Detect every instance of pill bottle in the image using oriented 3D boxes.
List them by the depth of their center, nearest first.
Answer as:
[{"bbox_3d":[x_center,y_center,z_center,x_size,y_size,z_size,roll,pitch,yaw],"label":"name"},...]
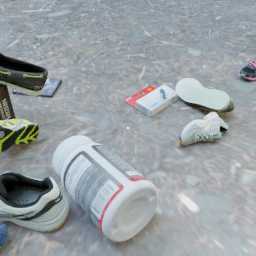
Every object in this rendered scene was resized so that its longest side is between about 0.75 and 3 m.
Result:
[{"bbox_3d":[-0.580,1.135,5.928,1.312,1.312,2.304,-28,40,-28],"label":"pill bottle"}]

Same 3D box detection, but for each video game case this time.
[{"bbox_3d":[-3.190,-1.474,9.911,1.436,0.136,1.026,7,42,6],"label":"video game case"}]

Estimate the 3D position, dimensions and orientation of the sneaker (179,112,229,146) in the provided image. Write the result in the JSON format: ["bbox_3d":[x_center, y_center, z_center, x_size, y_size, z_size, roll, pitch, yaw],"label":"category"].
[{"bbox_3d":[2.142,0.126,7.742,1.654,0.626,0.761,-27,52,-26],"label":"sneaker"}]

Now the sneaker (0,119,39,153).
[{"bbox_3d":[-3.199,0.151,7.129,0.715,0.705,1.870,24,16,26],"label":"sneaker"}]

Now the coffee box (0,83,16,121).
[{"bbox_3d":[-4.669,-0.673,7.961,2.620,1.498,1.044,16,41,15],"label":"coffee box"}]

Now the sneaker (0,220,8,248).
[{"bbox_3d":[-3.799,2.015,5.203,2.955,1.139,1.259,-10,38,-12],"label":"sneaker"}]

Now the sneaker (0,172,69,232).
[{"bbox_3d":[-2.679,1.368,5.817,2.858,1.253,1.081,0,43,2],"label":"sneaker"}]

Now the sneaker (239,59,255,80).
[{"bbox_3d":[4.839,-2.399,10.426,1.809,0.863,0.715,-29,51,-27],"label":"sneaker"}]

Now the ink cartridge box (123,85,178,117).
[{"bbox_3d":[0.750,-1.035,9.271,1.240,0.315,1.408,34,51,31],"label":"ink cartridge box"}]

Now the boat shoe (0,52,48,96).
[{"bbox_3d":[-3.373,-1.619,7.264,2.519,0.759,0.898,16,32,-28],"label":"boat shoe"}]

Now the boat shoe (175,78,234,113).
[{"bbox_3d":[2.413,-1.016,8.991,0.644,0.770,2.155,22,9,-41],"label":"boat shoe"}]
